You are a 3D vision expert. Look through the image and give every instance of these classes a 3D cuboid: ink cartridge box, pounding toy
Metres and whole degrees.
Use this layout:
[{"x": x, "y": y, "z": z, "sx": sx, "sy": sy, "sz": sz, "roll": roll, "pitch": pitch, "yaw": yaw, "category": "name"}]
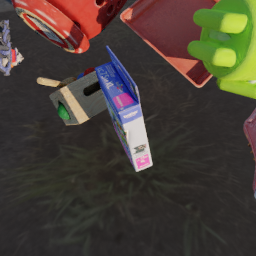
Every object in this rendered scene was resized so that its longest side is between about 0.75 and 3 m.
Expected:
[{"x": -0.084, "y": -0.273, "z": 5.201, "sx": 0.455, "sy": 2.169, "sz": 1.294, "roll": -22, "pitch": 51, "yaw": -8, "category": "ink cartridge box"}, {"x": -1.149, "y": -0.830, "z": 6.491, "sx": 1.708, "sy": 1.214, "sz": 1.572, "roll": -33, "pitch": 13, "yaw": -22, "category": "pounding toy"}]

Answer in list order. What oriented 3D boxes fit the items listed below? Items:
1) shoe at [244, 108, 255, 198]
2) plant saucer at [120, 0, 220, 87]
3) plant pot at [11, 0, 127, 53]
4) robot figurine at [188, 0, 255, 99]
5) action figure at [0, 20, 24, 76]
[{"x": 2.023, "y": 0.308, "z": 4.084, "sx": 0.543, "sy": 1.520, "sz": 0.691, "roll": -10, "pitch": 33, "yaw": -32, "category": "shoe"}, {"x": 1.642, "y": -2.714, "z": 7.352, "sx": 2.725, "sy": 0.501, "sz": 2.730, "roll": 44, "pitch": 76, "yaw": 7, "category": "plant saucer"}, {"x": -1.692, "y": -3.878, "z": 8.318, "sx": 2.870, "sy": 2.870, "sz": 2.614, "roll": 28, "pitch": 84, "yaw": 25, "category": "plant pot"}, {"x": 2.738, "y": -1.856, "z": 5.917, "sx": 2.891, "sy": 2.537, "sz": 1.673, "roll": -5, "pitch": 26, "yaw": -23, "category": "robot figurine"}, {"x": -2.855, "y": -1.686, "z": 5.965, "sx": 1.202, "sy": 0.650, "sz": 1.243, "roll": 10, "pitch": 74, "yaw": -31, "category": "action figure"}]
